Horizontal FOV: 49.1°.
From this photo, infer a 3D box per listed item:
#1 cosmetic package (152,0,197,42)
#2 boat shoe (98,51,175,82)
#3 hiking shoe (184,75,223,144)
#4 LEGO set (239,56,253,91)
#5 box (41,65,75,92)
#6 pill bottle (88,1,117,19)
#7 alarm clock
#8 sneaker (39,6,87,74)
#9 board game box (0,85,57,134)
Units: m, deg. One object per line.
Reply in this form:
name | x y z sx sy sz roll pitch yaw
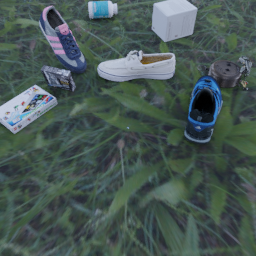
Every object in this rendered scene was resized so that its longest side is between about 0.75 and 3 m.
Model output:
cosmetic package | 1.619 -3.864 9.975 1.205 1.008 1.002 -21 53 -16
boat shoe | 0.256 -1.953 8.421 2.367 0.826 0.839 1 49 1
hiking shoe | 2.054 -0.703 7.191 0.881 1.027 2.369 11 50 10
LEGO set | 3.524 -1.688 8.262 0.343 0.785 1.209 -9 72 33
box | -1.991 -1.422 8.048 0.852 0.672 0.212 15 61 12
pill bottle | -0.975 -4.601 10.889 1.096 0.607 0.607 -4 49 -3
alarm clock | 2.798 -1.701 8.484 1.390 0.463 0.938 16 51 17
sneaker | -1.923 -2.624 8.403 0.742 0.867 2.114 -40 96 -27
board game box | -2.770 -0.547 7.573 0.913 0.250 1.446 32 56 25
